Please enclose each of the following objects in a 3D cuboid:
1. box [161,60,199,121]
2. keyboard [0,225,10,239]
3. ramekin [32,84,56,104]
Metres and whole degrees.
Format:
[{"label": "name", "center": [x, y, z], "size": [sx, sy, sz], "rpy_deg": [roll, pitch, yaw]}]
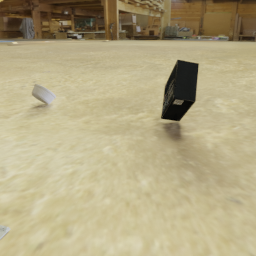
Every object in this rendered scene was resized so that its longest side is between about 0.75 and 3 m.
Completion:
[{"label": "box", "center": [1.308, -0.909, 7.249], "size": [0.584, 1.044, 1.480], "rpy_deg": [7, -17, -3]}, {"label": "keyboard", "center": [-1.980, 1.335, 3.743], "size": [0.814, 0.043, 0.229], "rpy_deg": [6, 27, 17]}, {"label": "ramekin", "center": [-2.815, -1.092, 9.272], "size": [0.789, 0.368, 0.789], "rpy_deg": [27, -12, 6]}]
